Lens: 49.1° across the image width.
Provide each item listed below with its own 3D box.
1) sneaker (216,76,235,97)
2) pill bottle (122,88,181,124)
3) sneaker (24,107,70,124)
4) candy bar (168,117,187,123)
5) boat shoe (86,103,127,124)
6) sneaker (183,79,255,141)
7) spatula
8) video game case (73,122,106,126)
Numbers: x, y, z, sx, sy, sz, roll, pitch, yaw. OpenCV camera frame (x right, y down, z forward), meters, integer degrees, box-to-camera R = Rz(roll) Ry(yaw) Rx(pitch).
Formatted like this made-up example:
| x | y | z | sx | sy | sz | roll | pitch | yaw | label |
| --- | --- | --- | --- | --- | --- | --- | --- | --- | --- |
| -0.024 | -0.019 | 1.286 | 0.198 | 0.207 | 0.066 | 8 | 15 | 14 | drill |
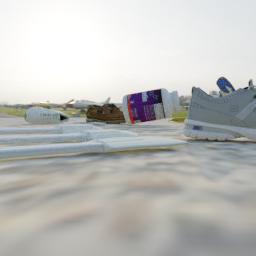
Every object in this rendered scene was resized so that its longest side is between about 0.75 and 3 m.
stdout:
| x | y | z | sx | sy | sz | roll | pitch | yaw | label |
| --- | --- | --- | --- | --- | --- | --- | --- | --- | --- |
| 2.614 | -0.595 | 7.334 | 0.725 | 1.644 | 0.619 | -28 | 31 | 24 | sneaker |
| 0.927 | -0.890 | 11.082 | 2.180 | 1.226 | 1.226 | -10 | 1 | 10 | pill bottle |
| -3.531 | -0.543 | 12.412 | 0.865 | 0.759 | 2.158 | 6 | 5 | 37 | sneaker |
| 3.427 | -0.418 | 14.394 | 2.782 | 0.308 | 0.694 | 2 | 7 | 34 | candy bar |
| -0.923 | -0.697 | 13.031 | 2.874 | 0.977 | 1.034 | 2 | 3 | 36 | boat shoe |
| 1.907 | -0.263 | 4.000 | 2.233 | 0.916 | 0.834 | 1 | 3 | 18 | sneaker |
| -1.059 | 0.158 | 3.251 | 2.909 | 0.234 | 2.023 | -3 | 9 | -32 | spatula |
| -1.433 | -0.138 | 10.298 | 0.958 | 0.121 | 1.051 | -1 | 4 | -24 | video game case |
